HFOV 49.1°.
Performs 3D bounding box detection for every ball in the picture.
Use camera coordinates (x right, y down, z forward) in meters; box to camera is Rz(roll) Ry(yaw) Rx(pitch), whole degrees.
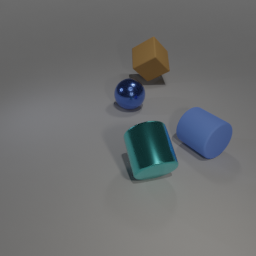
[{"bbox_3d":[0.080,-1.525,12.601,1.400,1.400,1.400,0,32,0],"label":"ball"}]

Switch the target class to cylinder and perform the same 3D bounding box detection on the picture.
[{"bbox_3d":[0.688,0.707,8.660,1.400,1.400,1.400,-9,64,-13],"label":"cylinder"},{"bbox_3d":[2.689,0.154,9.946,1.400,1.400,1.400,-20,38,-28],"label":"cylinder"}]

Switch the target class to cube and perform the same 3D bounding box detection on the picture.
[{"bbox_3d":[1.173,-3.543,14.524,1.400,1.400,1.400,-21,56,32],"label":"cube"}]
